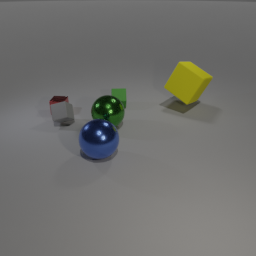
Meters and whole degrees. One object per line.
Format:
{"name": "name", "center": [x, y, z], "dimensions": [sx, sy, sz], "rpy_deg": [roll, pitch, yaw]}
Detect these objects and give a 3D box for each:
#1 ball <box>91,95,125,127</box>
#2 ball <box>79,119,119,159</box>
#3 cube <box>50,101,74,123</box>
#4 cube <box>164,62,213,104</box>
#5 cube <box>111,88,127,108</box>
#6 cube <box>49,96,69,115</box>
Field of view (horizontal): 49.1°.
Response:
{"name": "ball", "center": [-0.832, -0.665, 11.622], "dimensions": [1.400, 1.400, 1.400], "rpy_deg": [0, 28, 0]}
{"name": "ball", "center": [-0.998, 0.376, 9.676], "dimensions": [1.400, 1.400, 1.400], "rpy_deg": [0, 28, 0]}
{"name": "cube", "center": [-2.786, -0.667, 11.929], "dimensions": [0.700, 0.700, 0.700], "rpy_deg": [-13, -9, 13]}
{"name": "cube", "center": [2.814, -2.123, 13.029], "dimensions": [1.400, 1.400, 1.400], "rpy_deg": [40, 30, 18]}
{"name": "cube", "center": [-0.439, -1.437, 13.528], "dimensions": [0.700, 0.700, 0.700], "rpy_deg": [-1, 67, -3]}
{"name": "cube", "center": [-3.198, -1.054, 13.098], "dimensions": [0.700, 0.700, 0.700], "rpy_deg": [2, 28, 4]}
